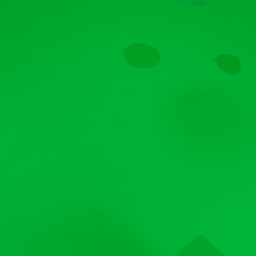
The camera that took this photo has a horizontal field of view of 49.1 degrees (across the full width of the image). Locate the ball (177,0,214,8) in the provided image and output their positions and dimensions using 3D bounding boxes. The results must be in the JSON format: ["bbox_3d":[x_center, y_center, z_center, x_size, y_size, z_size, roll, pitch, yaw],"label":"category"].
[{"bbox_3d":[1.459,-3.144,5.869,1.154,1.154,1.154,0,55,0],"label":"ball"}]
